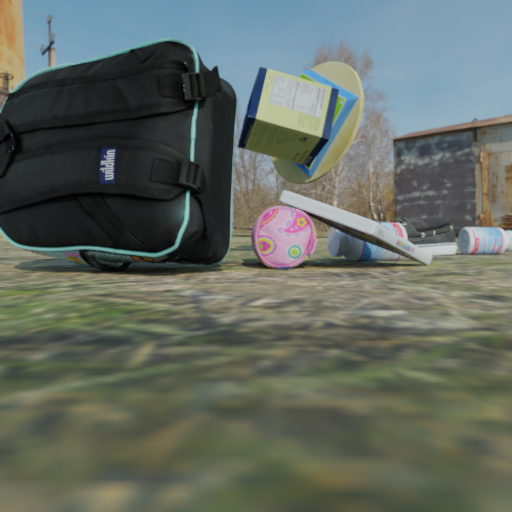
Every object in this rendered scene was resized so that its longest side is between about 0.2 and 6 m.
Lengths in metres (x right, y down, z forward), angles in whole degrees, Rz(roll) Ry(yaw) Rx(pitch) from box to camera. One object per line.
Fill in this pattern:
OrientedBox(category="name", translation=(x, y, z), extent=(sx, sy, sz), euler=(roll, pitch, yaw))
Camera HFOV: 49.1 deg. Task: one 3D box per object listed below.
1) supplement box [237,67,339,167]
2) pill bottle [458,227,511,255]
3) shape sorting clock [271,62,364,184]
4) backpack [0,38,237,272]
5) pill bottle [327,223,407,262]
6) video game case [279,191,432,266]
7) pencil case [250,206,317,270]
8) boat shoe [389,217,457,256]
OrientedBox(category="supplement box", translation=(0.606, -2.740, 11.274), extent=(1.614, 1.085, 1.616), euler=(14, -12, -6))
OrientedBox(category="pill bottle", translation=(5.004, -0.318, 12.124), extent=(1.098, 0.597, 0.597), euler=(0, 2, -8))
OrientedBox(category="shape sorting clock", translation=(1.336, -3.027, 12.819), extent=(0.566, 2.886, 2.886), euler=(11, -5, -36))
OrientedBox(category="backpack", translation=(-1.683, -1.049, 6.848), extent=(2.878, 2.530, 2.206), euler=(-1, -7, 15))
OrientedBox(category="pill bottle", translation=(1.821, -0.230, 9.249), extent=(1.197, 0.651, 0.651), euler=(0, 2, -16))
OrientedBox(category="video game case", translation=(1.418, -0.361, 7.678), extent=(1.453, 0.183, 2.029), euler=(25, 4, 37))
OrientedBox(category="pencil case", translation=(0.355, -0.268, 7.957), extent=(0.884, 0.884, 2.023), euler=(0, 3, -2))
OrientedBox(category="boat shoe", translation=(3.082, -0.403, 11.601), extent=(2.432, 0.806, 0.850), euler=(-1, 2, -14))
